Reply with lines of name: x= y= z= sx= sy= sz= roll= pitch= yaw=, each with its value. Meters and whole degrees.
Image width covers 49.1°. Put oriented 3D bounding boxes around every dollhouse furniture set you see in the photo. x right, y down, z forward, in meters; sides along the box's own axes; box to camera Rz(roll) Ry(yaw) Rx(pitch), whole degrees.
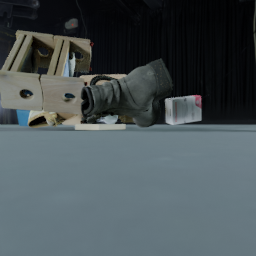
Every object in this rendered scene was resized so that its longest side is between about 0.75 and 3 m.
dollhouse furniture set: x=-2.163 y=-0.834 z=8.017 sx=2.050 sy=2.062 sz=2.926 roll=5 pitch=-44 yaw=-6

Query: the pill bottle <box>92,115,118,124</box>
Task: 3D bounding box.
pill bottle: x=-0.954 y=-0.381 z=9.122 sx=0.679 sy=0.679 sz=1.279 roll=-1 pitch=-5 yaw=-40

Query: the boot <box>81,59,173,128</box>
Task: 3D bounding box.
boot: x=-0.207 y=-0.538 z=6.649 sx=1.936 sy=1.004 sz=2.964 roll=-19 pitch=-15 yaw=-9

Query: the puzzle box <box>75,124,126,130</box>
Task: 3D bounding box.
puzzle box: x=-0.566 y=-0.024 z=5.974 sx=0.641 sy=0.123 sz=0.964 roll=0 pitch=1 yaw=33

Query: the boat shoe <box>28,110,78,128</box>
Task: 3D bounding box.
boat shoe: x=-2.064 y=-0.283 z=7.730 sx=1.622 sy=0.538 sz=0.600 roll=-9 pitch=-40 yaw=25

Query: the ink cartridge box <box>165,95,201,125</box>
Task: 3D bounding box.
ink cartridge box: x=2.151 y=-0.717 z=10.888 sx=1.353 sy=0.992 sz=0.560 roll=-9 pitch=13 yaw=-23

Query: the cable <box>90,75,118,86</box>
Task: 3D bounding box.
cable: x=-0.001 y=-1.287 z=8.735 sx=2.356 sy=1.144 sz=0.593 roll=12 pitch=24 yaw=-42

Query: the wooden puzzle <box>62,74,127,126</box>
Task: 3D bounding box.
wooden puzzle: x=-1.319 y=-1.121 z=11.812 sx=2.435 sy=2.629 sz=0.609 roll=2 pitch=-35 yaw=19

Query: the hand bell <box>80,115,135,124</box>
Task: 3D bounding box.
hand bell: x=-0.610 y=-0.440 z=10.459 sx=2.357 sy=1.227 sz=1.227 roll=-12 pitch=4 yaw=-14
